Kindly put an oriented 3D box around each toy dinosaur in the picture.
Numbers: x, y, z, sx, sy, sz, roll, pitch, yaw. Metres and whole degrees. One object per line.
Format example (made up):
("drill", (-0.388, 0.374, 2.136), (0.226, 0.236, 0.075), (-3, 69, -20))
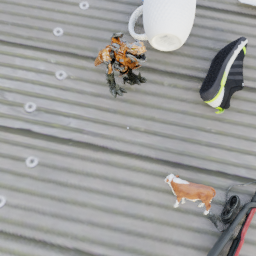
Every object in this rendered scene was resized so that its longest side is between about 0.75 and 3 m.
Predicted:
("toy dinosaur", (-0.220, -1.956, 8.276), (1.261, 2.468, 1.675), (-24, 113, -9))

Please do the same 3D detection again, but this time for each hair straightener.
("hair straightener", (2.720, 2.502, 7.473), (1.066, 0.567, 2.770), (33, 74, 10))

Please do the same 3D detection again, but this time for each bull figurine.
("bull figurine", (1.607, 1.745, 7.509), (1.413, 0.460, 0.858), (10, 113, 27))

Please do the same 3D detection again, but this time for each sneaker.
("sneaker", (3.180, -1.636, 8.871), (1.118, 0.968, 2.700), (37, 73, -16))

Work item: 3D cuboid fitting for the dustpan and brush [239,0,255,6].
("dustpan and brush", (4.698, -5.003, 10.140), (1.192, 0.489, 1.707), (16, 79, 5))

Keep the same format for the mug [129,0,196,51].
("mug", (1.041, -3.586, 9.113), (2.266, 1.673, 1.987), (-2, 72, 30))
